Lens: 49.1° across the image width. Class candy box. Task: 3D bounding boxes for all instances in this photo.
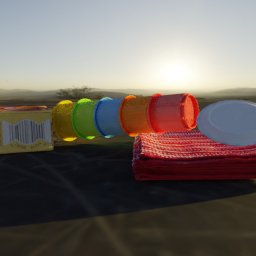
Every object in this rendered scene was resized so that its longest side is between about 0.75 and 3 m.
[{"bbox_3d":[-2.738,0.012,4.999,2.620,0.740,1.529,-4,9,-19],"label":"candy box"}]

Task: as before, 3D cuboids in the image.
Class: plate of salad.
[{"bbox_3d":[1.286,-0.054,3.357,0.901,0.216,0.901,-8,36,6],"label":"plate of salad"}]

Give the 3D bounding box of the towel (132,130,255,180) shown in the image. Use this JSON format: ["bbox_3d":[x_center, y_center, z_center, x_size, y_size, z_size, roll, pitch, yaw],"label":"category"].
[{"bbox_3d":[1.123,0.272,4.425,2.099,0.326,2.902,0,7,1],"label":"towel"}]

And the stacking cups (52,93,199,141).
[{"bbox_3d":[-0.170,-0.261,4.966,2.807,0.849,0.849,-6,2,37],"label":"stacking cups"}]
